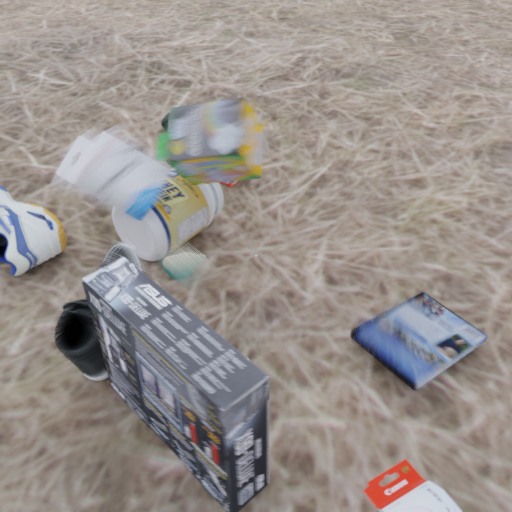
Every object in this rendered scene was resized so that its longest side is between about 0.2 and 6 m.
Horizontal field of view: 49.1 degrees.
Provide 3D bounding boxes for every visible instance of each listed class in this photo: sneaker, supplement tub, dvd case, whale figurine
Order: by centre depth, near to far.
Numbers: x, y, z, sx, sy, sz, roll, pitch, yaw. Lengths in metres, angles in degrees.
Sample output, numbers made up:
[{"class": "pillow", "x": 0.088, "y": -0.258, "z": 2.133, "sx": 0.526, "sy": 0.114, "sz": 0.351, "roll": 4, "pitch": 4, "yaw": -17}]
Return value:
[{"class": "whale figurine", "x": -0.931, "y": 0.128, "z": 7.400, "sx": 0.510, "sy": 0.333, "sz": 0.641, "roll": -13, "pitch": -2, "yaw": 33}, {"class": "sneaker", "x": -2.265, "y": 0.655, "z": 8.200, "sx": 0.760, "sy": 1.066, "sz": 2.150, "roll": 4, "pitch": 66, "yaw": 11}, {"class": "dvd case", "x": 2.476, "y": 1.221, "z": 8.506, "sx": 1.774, "sy": 0.156, "sz": 1.266, "roll": -21, "pitch": 44, "yaw": -33}, {"class": "sneaker", "x": -5.026, "y": -0.594, "z": 10.380, "sx": 2.985, "sy": 1.123, "sz": 1.315, "roll": 20, "pitch": 43, "yaw": 23}, {"class": "supplement tub", "x": -1.619, "y": -0.870, "z": 10.563, "sx": 1.323, "sy": 1.323, "sz": 1.832, "roll": 26, "pitch": 46, "yaw": 28}, {"class": "sneaker", "x": -1.596, "y": -3.272, "z": 14.131, "sx": 1.846, "sy": 0.688, "sz": 0.781, "roll": 14, "pitch": 46, "yaw": 30}]

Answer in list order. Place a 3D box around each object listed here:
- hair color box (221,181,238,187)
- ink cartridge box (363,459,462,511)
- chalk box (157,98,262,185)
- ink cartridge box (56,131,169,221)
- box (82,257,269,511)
[{"class": "hair color box", "x": -1.016, "y": -2.216, "z": 12.837, "sx": 1.689, "sy": 0.540, "sz": 0.937, "roll": 20, "pitch": 43, "yaw": 25}, {"class": "ink cartridge box", "x": 1.860, "y": 2.949, "z": 6.736, "sx": 0.783, "sy": 0.275, "sz": 0.964, "roll": -20, "pitch": 48, "yaw": -23}, {"class": "chalk box", "x": -0.847, "y": -1.872, "z": 9.445, "sx": 1.690, "sy": 1.046, "sz": 1.051, "roll": -2, "pitch": 75, "yaw": 19}, {"class": "ink cartridge box", "x": -2.344, "y": -1.377, "z": 9.205, "sx": 1.556, "sy": 0.528, "sz": 0.903, "roll": 29, "pitch": 61, "yaw": -16}, {"class": "box", "x": -1.000, "y": 1.556, "z": 6.918, "sx": 0.677, "sy": 2.146, "sz": 2.721, "roll": -31, "pitch": 47, "yaw": -32}]
